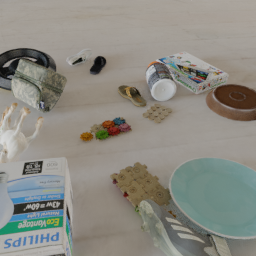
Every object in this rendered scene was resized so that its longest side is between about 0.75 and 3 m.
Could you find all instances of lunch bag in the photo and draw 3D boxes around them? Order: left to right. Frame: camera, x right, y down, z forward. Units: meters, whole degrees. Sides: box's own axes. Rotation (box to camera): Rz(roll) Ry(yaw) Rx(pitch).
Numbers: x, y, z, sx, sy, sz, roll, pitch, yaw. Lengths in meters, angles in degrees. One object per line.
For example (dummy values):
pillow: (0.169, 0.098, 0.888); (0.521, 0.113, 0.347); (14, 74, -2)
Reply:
lunch bag: (-3.486, -1.588, 10.781); (1.883, 1.580, 1.312); (25, 6, 25)

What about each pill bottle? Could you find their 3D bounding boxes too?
pill bottle: (1.309, -2.072, 11.735); (1.045, 1.045, 1.967); (-4, 39, -5)

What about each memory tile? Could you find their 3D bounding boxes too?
memory tile: (1.112, -0.571, 10.644); (0.824, 0.090, 1.075); (26, 46, 29)

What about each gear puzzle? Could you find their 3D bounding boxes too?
gear puzzle: (-0.833, 0.026, 9.779); (1.826, 0.239, 0.946); (-18, 42, -21)
gear puzzle: (0.540, 1.846, 7.545); (1.149, 0.291, 2.218); (-22, 47, -28)

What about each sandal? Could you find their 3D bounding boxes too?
sandal: (-1.428, -3.131, 13.600); (0.630, 0.355, 1.656); (3, 39, 4)
sandal: (0.191, -1.399, 11.387); (0.652, 0.438, 1.623); (-22, 44, -25)

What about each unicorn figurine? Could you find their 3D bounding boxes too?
unicorn figurine: (-3.511, 0.292, 8.610); (1.043, 1.940, 2.824); (30, -4, -27)

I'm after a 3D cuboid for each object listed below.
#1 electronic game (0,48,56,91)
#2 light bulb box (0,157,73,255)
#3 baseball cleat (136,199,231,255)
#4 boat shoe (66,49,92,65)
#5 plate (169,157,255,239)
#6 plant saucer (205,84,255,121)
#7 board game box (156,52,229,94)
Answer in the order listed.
electronic game: (-4.733, -2.675, 12.599); (2.937, 0.611, 2.937); (4, 48, -4)
light bulb box: (-2.455, 2.061, 6.286); (2.315, 1.457, 2.335); (-6, 39, -7)
baseball cleat: (1.317, 2.521, 6.357); (1.324, 0.868, 2.488); (-18, 52, -30)
boat shoe: (-2.333, -3.472, 13.995); (1.467, 0.539, 0.490); (-33, 64, -23)
plate: (2.499, 1.769, 7.356); (2.860, 0.365, 2.860); (1, 32, -1)
plant saucer: (4.308, -1.122, 11.092); (2.363, 0.407, 2.363); (0, 38, 0)
board game box: (2.851, -2.621, 12.845); (1.822, 0.499, 2.886); (-21, 44, -24)
